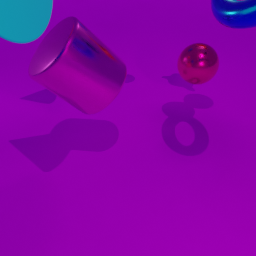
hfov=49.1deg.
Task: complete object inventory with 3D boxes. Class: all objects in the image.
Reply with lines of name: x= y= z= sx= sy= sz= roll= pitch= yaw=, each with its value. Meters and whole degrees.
ring: x=1.804 y=-1.992 z=3.516 sx=0.337 sy=1.686 sz=1.686 roll=32 pitch=18 yaw=-31
ball: x=1.612 y=-1.477 z=6.463 sx=0.942 sy=0.942 sz=0.942 roll=0 pitch=33 yaw=0
cylinder: x=-0.881 y=-1.073 z=5.014 sx=1.258 sy=1.258 sz=1.258 roll=-27 pitch=46 yaw=31
cone: x=-1.880 y=-1.659 z=3.173 sx=1.439 sy=1.433 sz=1.433 roll=3 pitch=32 yaw=21
